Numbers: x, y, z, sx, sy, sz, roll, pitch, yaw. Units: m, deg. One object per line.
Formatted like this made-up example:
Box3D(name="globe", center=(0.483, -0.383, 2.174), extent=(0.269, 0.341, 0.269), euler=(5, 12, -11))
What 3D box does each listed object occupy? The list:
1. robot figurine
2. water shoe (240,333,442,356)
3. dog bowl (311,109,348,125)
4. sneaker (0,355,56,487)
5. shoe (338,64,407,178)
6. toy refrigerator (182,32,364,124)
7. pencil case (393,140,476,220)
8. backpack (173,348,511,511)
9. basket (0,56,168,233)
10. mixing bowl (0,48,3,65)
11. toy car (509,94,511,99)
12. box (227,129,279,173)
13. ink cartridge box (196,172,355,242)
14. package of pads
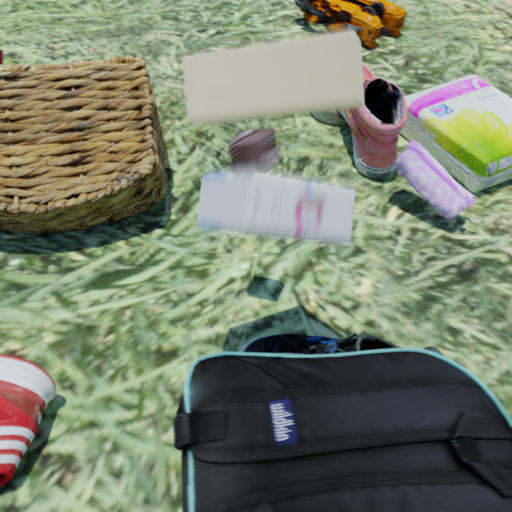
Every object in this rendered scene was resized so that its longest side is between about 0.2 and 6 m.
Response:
Box3D(name="robot figurine", center=(2.250, -6.140, 14.052), extent=(1.970, 0.791, 2.718), euler=(-34, 55, -29))
Box3D(name="water shoe", center=(1.005, 1.221, 6.723), extent=(2.502, 0.987, 0.894), euler=(8, 46, 7))
Box3D(name="dog bowl", center=(1.640, -3.082, 11.366), extent=(1.197, 0.351, 1.197), euler=(0, 46, 0))
Box3D(name="sneaker", center=(-3.882, 1.818, 6.072), extent=(2.930, 1.148, 1.693), euler=(4, 45, 5))
Box3D(name="shoe", center=(2.083, -2.859, 10.152), extent=(1.002, 1.275, 2.804), euler=(-3, 57, -3))
Box3D(name="toy refrigerator", center=(0.255, -2.415, 7.787), extent=(2.367, 0.899, 0.828), euler=(-3, 10, 16))
Box3D(name="pencil case", center=(2.795, -1.175, 8.824), extent=(1.358, 0.580, 0.570), euler=(43, 77, 5))
Box3D(name="backpack", center=(0.859, 2.145, 4.975), extent=(2.832, 2.171, 2.489), euler=(-10, 44, 2))
Box3D(name="basket", center=(-3.230, -1.520, 9.344), extent=(3.443, 2.565, 2.458), euler=(-7, 79, -7))
Box3D(name="mixing bowl", center=(-5.771, -3.358, 10.104), extent=(1.824, 3.367, 3.367), euler=(16, 34, -38))
Box3D(name="toy car", center=(5.252, -2.956, 10.967), extent=(1.044, 0.858, 0.824), euler=(-16, 47, -1))
Box3D(name="box", center=(-0.027, -1.174, 6.285), extent=(0.442, 0.363, 0.367), euler=(1, 36, 22))
Box3D(name="ink cartridge box", center=(0.206, -0.472, 5.637), extent=(1.307, 0.553, 0.945), euler=(6, 1, -35))
Box3D(name="package of pads", center=(4.023, -2.307, 10.293), extent=(1.861, 0.822, 2.409), euler=(-21, 50, -17))
